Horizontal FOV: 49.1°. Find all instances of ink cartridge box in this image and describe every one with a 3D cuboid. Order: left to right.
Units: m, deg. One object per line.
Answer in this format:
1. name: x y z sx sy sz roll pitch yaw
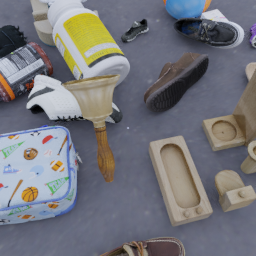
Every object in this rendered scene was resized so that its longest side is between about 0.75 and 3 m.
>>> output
1. ink cartridge box: 3.107 -3.565 9.982 0.670 0.688 1.070 -20 60 -13

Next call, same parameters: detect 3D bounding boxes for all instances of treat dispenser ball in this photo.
1. treat dispenser ball: 2.160 -4.860 10.187 1.782 1.782 1.782 0 57 0

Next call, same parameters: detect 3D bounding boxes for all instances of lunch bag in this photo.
1. lunch bag: -2.556 1.066 6.827 2.838 1.072 2.274 -8 56 -4

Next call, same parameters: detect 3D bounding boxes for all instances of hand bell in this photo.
1. hand bell: -0.625 0.096 6.631 1.318 2.531 1.318 -9 15 2

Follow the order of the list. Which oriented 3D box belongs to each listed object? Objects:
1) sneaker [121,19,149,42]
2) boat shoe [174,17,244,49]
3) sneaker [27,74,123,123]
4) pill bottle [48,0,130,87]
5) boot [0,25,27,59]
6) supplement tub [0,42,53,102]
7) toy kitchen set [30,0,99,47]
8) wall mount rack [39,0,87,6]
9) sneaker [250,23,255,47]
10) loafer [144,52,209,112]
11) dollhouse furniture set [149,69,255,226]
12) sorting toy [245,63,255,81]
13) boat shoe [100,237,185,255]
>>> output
1. sneaker: 0.238 -3.556 10.052 1.229 0.556 0.408 -34 63 -19
2. boat shoe: 2.530 -3.212 9.232 0.825 0.870 2.489 -11 35 -38
3. sneaker: -1.549 -0.549 8.004 2.905 1.071 1.162 17 73 16
4. pill bottle: -1.274 -2.503 8.368 1.559 1.559 2.801 -28 75 -17
5. boot: -4.230 -2.608 9.330 2.059 0.762 1.687 -29 64 -25
6. supplement tub: -3.450 -1.575 8.429 2.198 1.176 1.176 -39 65 -21
7. toy kitchen set: -2.322 -4.340 10.262 2.228 1.638 2.781 -13 79 -9
8. wall mount rack: -1.827 -4.852 9.906 2.390 1.026 2.751 -2 26 -2
9. sneaker: 4.632 -3.389 10.043 0.641 0.619 1.537 19 49 29
10. loafer: 1.361 -1.450 8.591 2.655 0.969 0.942 -38 53 -25
11. dollhouse furniture set: 2.101 0.387 6.509 2.798 2.280 2.661 -11 58 -7
12. sorting toy: 4.902 -1.029 8.574 2.150 0.424 2.322 -3 62 -2
13. boat shoe: 0.103 2.794 5.828 2.344 0.844 0.846 -10 58 -6
